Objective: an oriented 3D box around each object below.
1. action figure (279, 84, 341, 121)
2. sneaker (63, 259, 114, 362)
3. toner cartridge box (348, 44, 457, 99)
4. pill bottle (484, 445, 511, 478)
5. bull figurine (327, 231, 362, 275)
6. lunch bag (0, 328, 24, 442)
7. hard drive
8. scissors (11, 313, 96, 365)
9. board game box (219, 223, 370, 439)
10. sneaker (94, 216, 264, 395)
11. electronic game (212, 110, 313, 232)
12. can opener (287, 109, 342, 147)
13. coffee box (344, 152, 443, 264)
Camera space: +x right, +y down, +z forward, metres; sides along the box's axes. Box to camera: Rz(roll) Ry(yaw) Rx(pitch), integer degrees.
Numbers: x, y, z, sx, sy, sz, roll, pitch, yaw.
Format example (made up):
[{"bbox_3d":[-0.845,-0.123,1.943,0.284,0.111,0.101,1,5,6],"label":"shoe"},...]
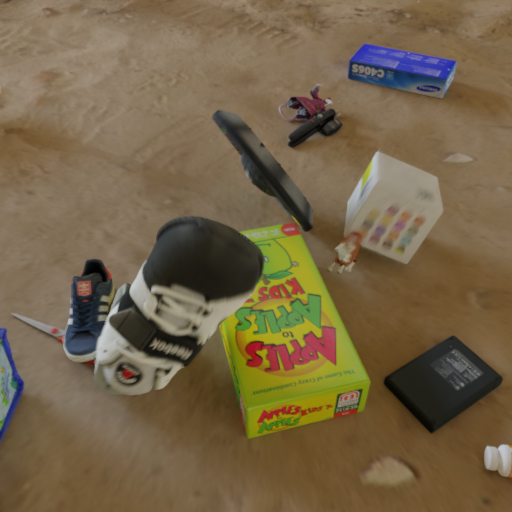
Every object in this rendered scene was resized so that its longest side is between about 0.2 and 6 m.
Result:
[{"bbox_3d":[1.264,-3.256,12.409,1.202,0.895,0.805,-23,88,-41],"label":"action figure"},{"bbox_3d":[-2.390,0.695,7.889,0.641,0.723,1.711,-4,38,-6],"label":"sneaker"},{"bbox_3d":[3.540,-4.529,13.651,2.359,0.509,1.121,19,48,20],"label":"toner cartridge box"},{"bbox_3d":[3.005,2.392,6.492,0.628,0.349,0.349,7,44,8],"label":"pill bottle"},{"bbox_3d":[1.362,-0.005,8.506,0.299,0.917,0.557,31,56,20],"label":"bull figurine"},{"bbox_3d":[-3.920,1.895,6.282,1.834,1.375,2.157,0,34,0],"label":"lunch bag"},{"bbox_3d":[2.452,1.650,7.370,1.275,0.210,0.890,-24,49,-23],"label":"hard drive"},{"bbox_3d":[-2.807,1.152,7.957,1.827,0.127,0.668,9,44,8],"label":"scissors"},{"bbox_3d":[0.259,0.856,7.827,1.542,0.723,3.035,-10,44,-10],"label":"board game box"},{"bbox_3d":[-1.021,0.815,6.351,1.267,3.419,1.513,28,56,-13],"label":"sneaker"},{"bbox_3d":[0.114,-1.360,9.099,0.505,2.428,2.428,-39,49,5],"label":"electronic game"},{"bbox_3d":[1.197,-2.704,11.782,1.415,0.449,0.556,-30,52,-28],"label":"can opener"},{"bbox_3d":[2.152,-0.769,8.925,1.125,1.114,1.126,23,36,-4],"label":"coffee box"}]
